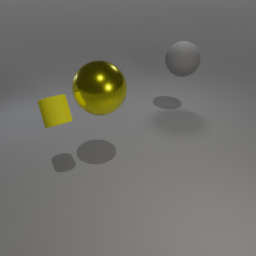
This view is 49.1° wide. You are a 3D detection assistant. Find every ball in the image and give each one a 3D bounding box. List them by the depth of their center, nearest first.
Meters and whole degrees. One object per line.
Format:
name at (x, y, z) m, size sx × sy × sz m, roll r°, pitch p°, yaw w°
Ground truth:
ball at (-0.724, -1.019, 7.191) m, size 1.400 × 1.400 × 1.400 m, roll 0°, pitch 29°, yaw 0°
ball at (2.213, -2.786, 11.335) m, size 1.400 × 1.400 × 1.400 m, roll 0°, pitch 29°, yaw 0°

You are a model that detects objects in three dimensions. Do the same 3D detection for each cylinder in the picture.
cylinder at (-1.817, -0.421, 7.009) m, size 0.700 × 0.700 × 0.700 m, roll -15°, pitch 5°, yaw 1°
